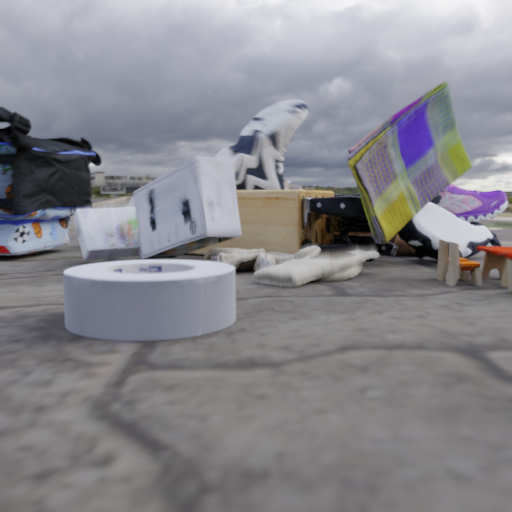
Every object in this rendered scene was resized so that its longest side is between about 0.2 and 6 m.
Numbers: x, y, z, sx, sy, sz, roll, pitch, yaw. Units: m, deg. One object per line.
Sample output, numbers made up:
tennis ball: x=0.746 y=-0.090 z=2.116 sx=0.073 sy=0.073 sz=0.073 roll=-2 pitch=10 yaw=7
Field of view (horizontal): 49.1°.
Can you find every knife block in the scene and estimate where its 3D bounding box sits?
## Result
knife block: x=0.468 y=-0.591 z=10.376 sx=4.012 sy=1.284 sz=3.522 roll=-1 pitch=5 yaw=-12

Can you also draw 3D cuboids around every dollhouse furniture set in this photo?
dollhouse furniture set: x=3.302 y=-0.022 z=7.105 sx=1.628 sy=0.839 sz=1.611 roll=0 pitch=6 yaw=2

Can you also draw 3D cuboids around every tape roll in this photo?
tape roll: x=-0.945 y=0.352 z=5.086 sx=1.525 sy=0.504 sz=1.525 roll=-1 pitch=5 yaw=0

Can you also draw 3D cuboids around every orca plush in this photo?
orca plush: x=3.292 y=-0.370 z=10.257 sx=2.675 sy=1.407 sz=0.951 roll=-11 pitch=-19 yaw=-45

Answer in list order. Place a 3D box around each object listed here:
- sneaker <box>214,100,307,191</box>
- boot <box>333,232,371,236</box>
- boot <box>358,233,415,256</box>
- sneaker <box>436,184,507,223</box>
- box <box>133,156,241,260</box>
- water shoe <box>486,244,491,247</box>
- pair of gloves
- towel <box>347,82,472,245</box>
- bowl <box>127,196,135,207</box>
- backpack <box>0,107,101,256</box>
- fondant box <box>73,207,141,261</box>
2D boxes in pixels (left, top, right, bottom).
sneaker: x=0.394 y=-2.401 z=13.846 sx=1.107 sy=2.774 sz=1.805 roll=36 pitch=-10 yaw=48
boot: x=1.723 y=-0.919 z=14.404 sx=3.970 sy=1.313 sz=3.476 roll=1 pitch=19 yaw=23
boot: x=3.136 y=-0.390 z=11.648 sx=1.513 sy=0.658 sz=1.819 roll=8 pitch=13 yaw=44
sneaker: x=4.056 y=-1.203 z=11.862 sx=2.392 sy=1.057 sz=0.962 roll=-8 pitch=15 yaw=9
box: x=-1.171 y=-0.709 z=8.993 sx=0.635 sy=1.232 sz=2.112 roll=-3 pitch=-9 yaw=-39
water shoe: x=4.701 y=-0.517 z=12.657 sx=1.806 sy=0.713 sz=0.646 roll=-3 pitch=7 yaw=-31
pair of gloves: x=0.370 y=0.066 z=8.405 sx=2.027 sy=0.418 sz=2.384 roll=-5 pitch=7 yaw=-41
towel: x=2.411 y=-1.415 z=8.645 sx=2.352 sy=1.689 sz=0.268 roll=-38 pitch=31 yaw=-20
bowl: x=-1.771 y=-0.903 z=12.672 sx=2.149 sy=0.802 sz=2.146 roll=4 pitch=24 yaw=-25
backpack: x=-5.347 y=-1.412 z=11.128 sx=3.488 sy=2.821 sz=3.662 roll=11 pitch=3 yaw=6
fondant box: x=-2.506 y=-0.411 z=9.889 sx=1.214 sy=0.876 sz=0.354 roll=-7 pitch=-30 yaw=-32
